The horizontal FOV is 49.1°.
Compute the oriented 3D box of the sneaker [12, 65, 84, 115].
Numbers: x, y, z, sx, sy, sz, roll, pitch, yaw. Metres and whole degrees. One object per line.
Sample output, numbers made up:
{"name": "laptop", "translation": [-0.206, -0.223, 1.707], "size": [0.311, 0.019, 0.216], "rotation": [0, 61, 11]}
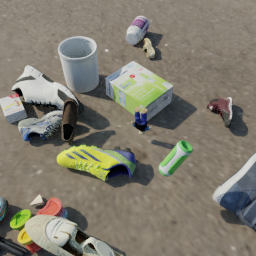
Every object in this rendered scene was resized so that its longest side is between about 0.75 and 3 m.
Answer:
{"name": "sneaker", "translation": [-2.798, -1.062, 9.794], "size": [2.992, 1.103, 1.197], "rotation": [29, 73, 26]}

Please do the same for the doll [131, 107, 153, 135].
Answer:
{"name": "doll", "translation": [0.427, -0.147, 8.523], "size": [0.710, 1.040, 0.252], "rotation": [15, 48, 17]}

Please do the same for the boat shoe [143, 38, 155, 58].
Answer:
{"name": "boat shoe", "translation": [0.822, -3.419, 11.989], "size": [0.376, 0.417, 1.157], "rotation": [-12, 57, -11]}

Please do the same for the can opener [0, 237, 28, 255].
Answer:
{"name": "can opener", "translation": [-3.006, 2.894, 6.893], "size": [1.166, 0.458, 0.370], "rotation": [13, 13, 7]}

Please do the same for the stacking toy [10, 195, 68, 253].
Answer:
{"name": "stacking toy", "translation": [-2.292, 2.447, 7.273], "size": [1.219, 0.569, 1.347], "rotation": [12, 43, 43]}

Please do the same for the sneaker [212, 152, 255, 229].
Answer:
{"name": "sneaker", "translation": [3.667, 1.640, 7.406], "size": [2.336, 0.888, 1.688], "rotation": [-38, 49, -16]}

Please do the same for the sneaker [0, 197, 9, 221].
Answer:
{"name": "sneaker", "translation": [-4.209, 2.144, 6.973], "size": [2.246, 1.073, 0.891], "rotation": [-12, 52, -10]}

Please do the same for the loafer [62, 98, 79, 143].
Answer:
{"name": "loafer", "translation": [-1.795, -0.217, 8.709], "size": [0.521, 1.427, 0.506], "rotation": [2, 6, -10]}

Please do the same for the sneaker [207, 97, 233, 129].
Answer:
{"name": "sneaker", "translation": [3.121, -0.543, 9.602], "size": [0.841, 0.551, 1.457], "rotation": [8, 41, 13]}

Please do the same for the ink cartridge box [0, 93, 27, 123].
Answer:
{"name": "ink cartridge box", "translation": [-3.990, -0.693, 9.745], "size": [0.682, 0.392, 0.939], "rotation": [-23, 54, -18]}

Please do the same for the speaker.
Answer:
{"name": "speaker", "translation": [1.090, 0.715, 6.467], "size": [0.405, 0.916, 0.405], "rotation": [24, 33, -17]}

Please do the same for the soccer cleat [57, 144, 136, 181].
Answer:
{"name": "soccer cleat", "translation": [-0.930, 1.044, 8.106], "size": [2.338, 0.756, 0.978], "rotation": [0, 57, 1]}

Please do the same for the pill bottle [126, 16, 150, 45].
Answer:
{"name": "pill bottle", "translation": [0.408, -4.335, 12.497], "size": [0.770, 0.770, 1.372], "rotation": [17, 53, 14]}

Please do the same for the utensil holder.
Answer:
{"name": "utensil holder", "translation": [-1.739, -2.292, 10.283], "size": [1.356, 1.596, 1.356], "rotation": [0, 50, 1]}

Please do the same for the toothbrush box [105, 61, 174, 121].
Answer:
{"name": "toothbrush box", "translation": [0.382, -1.336, 9.979], "size": [1.447, 0.856, 1.987], "rotation": [-36, 58, -26]}

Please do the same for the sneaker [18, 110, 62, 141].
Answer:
{"name": "sneaker", "translation": [-2.619, 0.010, 9.103], "size": [1.755, 0.676, 0.748], "rotation": [-17, 62, -4]}

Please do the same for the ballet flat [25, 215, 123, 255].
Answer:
{"name": "ballet flat", "translation": [-1.123, 2.599, 6.407], "size": [2.583, 0.805, 0.871], "rotation": [29, 33, 3]}
